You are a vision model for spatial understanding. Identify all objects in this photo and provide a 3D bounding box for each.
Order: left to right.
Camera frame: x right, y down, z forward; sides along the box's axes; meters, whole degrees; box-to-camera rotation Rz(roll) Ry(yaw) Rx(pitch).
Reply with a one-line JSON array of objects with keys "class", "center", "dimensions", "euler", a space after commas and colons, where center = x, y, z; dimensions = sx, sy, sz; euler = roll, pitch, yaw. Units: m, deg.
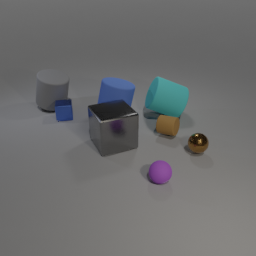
[{"class": "cylinder", "center": [-3.414, -1.721, 12.650], "dimensions": [1.400, 1.400, 1.400], "euler": [10, 36, -8]}, {"class": "cube", "center": [-2.749, -0.767, 12.066], "dimensions": [0.700, 0.700, 0.700], "euler": [-5, 30, -9]}, {"class": "cube", "center": [-0.536, -0.043, 10.051], "dimensions": [1.400, 1.400, 1.400], "euler": [-13, 32, -21]}, {"class": "cylinder", "center": [-0.517, -1.224, 11.655], "dimensions": [1.400, 1.400, 1.400], "euler": [11, 24, -5]}, {"class": "ball", "center": [0.969, 1.320, 8.400], "dimensions": [0.700, 0.700, 0.700], "euler": [0, 29, 0]}, {"class": "cylinder", "center": [1.623, -1.285, 11.849], "dimensions": [1.400, 1.400, 1.400], "euler": [18, 27, -13]}, {"class": "cylinder", "center": [1.515, -0.102, 10.632], "dimensions": [0.700, 0.700, 0.700], "euler": [11, 31, 28]}, {"class": "ball", "center": [2.404, 0.516, 9.588], "dimensions": [0.700, 0.700, 0.700], "euler": [0, 29, 0]}]
